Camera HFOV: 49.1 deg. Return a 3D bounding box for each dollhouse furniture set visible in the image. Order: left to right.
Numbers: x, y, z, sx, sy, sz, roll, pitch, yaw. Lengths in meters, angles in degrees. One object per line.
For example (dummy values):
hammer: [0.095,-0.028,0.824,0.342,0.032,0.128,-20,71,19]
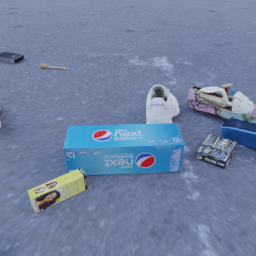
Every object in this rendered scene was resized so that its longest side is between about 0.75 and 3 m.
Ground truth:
dollhouse furniture set: [3.338,-0.979,9.566,0.598,0.853,0.601,-13,36,-18]

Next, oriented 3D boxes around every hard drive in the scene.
hard drive: [-5.822,-3.444,13.742,1.257,0.266,0.848,13,36,19]

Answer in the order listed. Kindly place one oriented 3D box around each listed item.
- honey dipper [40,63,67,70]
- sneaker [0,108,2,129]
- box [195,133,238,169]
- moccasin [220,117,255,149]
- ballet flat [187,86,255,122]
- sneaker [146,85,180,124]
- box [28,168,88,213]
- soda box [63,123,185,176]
honey dipper: [-3.403,-2.788,12.835,1.256,0.239,0.239,7,35,6]
sneaker: [-4.599,-0.654,9.104,0.826,0.840,2.181,-19,37,-23]
box: [2.453,0.608,7.751,0.859,0.262,1.066,21,39,26]
moccasin: [3.807,0.130,7.790,2.340,0.941,0.798,23,55,29]
ballet flat: [3.138,-0.808,8.998,2.631,0.936,0.909,20,49,29]
sneaker: [1.141,-0.845,8.849,0.990,1.317,2.644,2,25,10]
box: [-1.566,1.407,6.385,1.288,0.485,0.323,-23,39,-28]
soda box: [-0.102,0.539,7.244,2.911,0.934,0.987,-1,34,-3]
